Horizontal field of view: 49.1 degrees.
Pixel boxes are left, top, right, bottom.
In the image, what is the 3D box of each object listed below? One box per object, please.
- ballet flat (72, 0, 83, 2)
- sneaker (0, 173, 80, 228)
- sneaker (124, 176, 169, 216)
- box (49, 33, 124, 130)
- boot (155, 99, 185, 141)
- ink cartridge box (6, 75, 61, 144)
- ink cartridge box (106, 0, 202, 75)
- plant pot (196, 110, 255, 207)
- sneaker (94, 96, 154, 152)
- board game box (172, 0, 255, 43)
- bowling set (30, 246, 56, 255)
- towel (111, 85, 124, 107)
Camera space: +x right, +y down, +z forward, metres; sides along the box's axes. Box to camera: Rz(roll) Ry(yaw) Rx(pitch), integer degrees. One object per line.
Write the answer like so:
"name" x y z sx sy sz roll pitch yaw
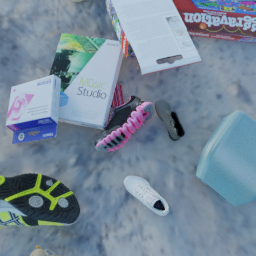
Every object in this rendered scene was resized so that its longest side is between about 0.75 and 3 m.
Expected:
"ballet flat" -0.628 -4.664 7.744 1.006 1.006 2.897 40 79 9
"sneaker" -2.514 1.674 6.170 2.901 1.108 1.094 14 35 -12
"sneaker" 0.448 1.500 6.384 1.259 0.627 0.471 36 80 10
"box" -1.142 -1.220 7.084 1.682 0.423 2.330 10 73 7
"boot" 1.043 -0.274 6.746 0.398 0.767 1.174 -23 77 -6
"ink cartridge box" -2.264 -0.426 6.629 1.427 0.315 1.453 -10 69 26
"ink cartridge box" 0.533 -2.389 6.885 1.511 0.698 2.773 -15 68 -12
"plant pot" 2.383 0.785 6.158 1.557 1.562 1.591 39 91 9
"sneaker" -0.203 -0.144 6.874 1.737 0.686 0.829 -41 58 -10
"board game box" 2.670 -3.175 7.720 2.960 0.288 1.524 7 77 2
"bowling set" -1.797 3.792 5.217 1.746 1.346 2.508 -33 45 10
"towel" -0.540 -0.810 7.228 0.818 0.092 0.592 -7 76 -2
